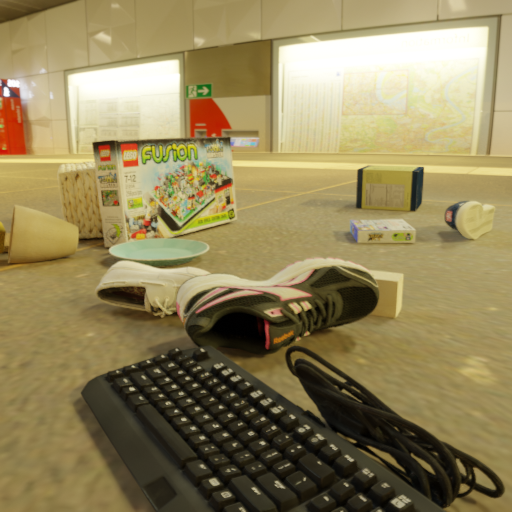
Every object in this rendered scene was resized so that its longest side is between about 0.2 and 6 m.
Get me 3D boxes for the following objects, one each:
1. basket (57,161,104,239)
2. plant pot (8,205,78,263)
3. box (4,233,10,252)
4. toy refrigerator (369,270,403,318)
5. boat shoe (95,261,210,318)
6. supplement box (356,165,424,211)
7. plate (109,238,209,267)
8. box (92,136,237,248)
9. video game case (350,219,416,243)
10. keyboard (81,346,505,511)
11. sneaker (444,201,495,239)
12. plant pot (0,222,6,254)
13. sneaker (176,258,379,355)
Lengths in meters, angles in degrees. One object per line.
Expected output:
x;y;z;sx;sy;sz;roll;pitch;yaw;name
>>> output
-3.675;-1.342;12.873;1.514;1.663;2.454;-8;15;-15;basket
-3.855;-0.329;10.192;1.117;1.047;1.047;7;9;-26;plant pot
-5.170;-0.268;11.396;1.611;0.171;1.317;-1;14;-7;box
1.274;0.455;7.609;1.348;0.512;0.471;5;14;23;toy refrigerator
-1.250;0.497;7.303;1.876;0.675;0.643;13;40;18;boat shoe
4.038;-2.070;16.834;1.747;1.174;1.749;5;14;21;supplement box
-1.781;-0.047;10.353;1.824;0.233;1.824;0;12;0;plate
-1.845;-1.547;12.483;0.674;2.136;3.881;3;13;32;box
2.735;-0.546;12.276;1.214;0.304;1.340;1;13;3;video game case
0.132;1.203;4.025;1.948;0.742;3.743;-9;17;-32;keyboard
4.598;-0.842;12.526;0.937;0.831;2.218;13;8;34;sneaker
-5.081;-0.351;10.342;0.778;0.755;0.760;-1;26;-35;plant pot
0.288;0.699;6.249;2.308;0.927;0.997;-10;26;-5;sneaker
